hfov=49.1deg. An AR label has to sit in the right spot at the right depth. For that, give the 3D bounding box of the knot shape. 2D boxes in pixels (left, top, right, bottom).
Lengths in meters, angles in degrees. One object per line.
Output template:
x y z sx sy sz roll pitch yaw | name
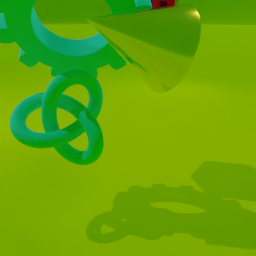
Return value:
-0.911 -0.117 3.626 1.180 1.261 0.583 0 4 -6 | knot shape

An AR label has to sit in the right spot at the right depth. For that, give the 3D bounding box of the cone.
0.042 -1.006 3.039 1.040 1.037 1.037 11 16 -26 | cone

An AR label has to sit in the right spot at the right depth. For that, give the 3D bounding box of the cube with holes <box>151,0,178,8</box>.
0.266 -2.184 4.156 0.939 0.939 0.939 5 67 12 | cube with holes

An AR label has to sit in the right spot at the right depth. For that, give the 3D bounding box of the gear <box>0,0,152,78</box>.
-0.685 -1.407 3.540 1.924 1.924 0.356 -3 57 -6 | gear
